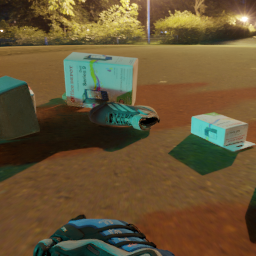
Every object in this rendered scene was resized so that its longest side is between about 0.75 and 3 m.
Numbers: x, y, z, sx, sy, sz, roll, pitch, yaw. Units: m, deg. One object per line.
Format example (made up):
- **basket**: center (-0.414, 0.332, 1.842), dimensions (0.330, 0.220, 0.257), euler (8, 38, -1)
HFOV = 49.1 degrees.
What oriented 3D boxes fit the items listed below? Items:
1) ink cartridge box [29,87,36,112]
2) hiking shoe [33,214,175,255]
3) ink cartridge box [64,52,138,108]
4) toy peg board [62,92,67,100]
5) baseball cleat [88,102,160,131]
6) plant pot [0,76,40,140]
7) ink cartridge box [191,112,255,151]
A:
- **ink cartridge box**: center (-4.336, -0.820, 9.620), dimensions (2.061, 0.874, 1.501), euler (-8, 21, -23)
- **hiking shoe**: center (0.061, 1.494, 3.289), dimensions (2.328, 0.866, 1.009), euler (8, 23, 20)
- **ink cartridge box**: center (-0.953, -1.654, 10.104), dimensions (2.449, 1.779, 1.072), euler (8, 30, 8)
- **toy peg board**: center (-1.603, -2.075, 12.161), dimensions (2.011, 0.988, 2.020), euler (5, 36, 17)
- **baseball cleat**: center (-0.100, -0.356, 8.526), dimensions (2.171, 0.757, 1.156), euler (-4, 20, -9)
- **plant pot**: center (-3.684, -0.472, 7.902), dimensions (1.548, 1.516, 1.520), euler (-27, 33, -37)
- **ink cartridge box**: center (2.609, 0.057, 7.707), dimensions (0.922, 0.530, 1.574), euler (-11, 23, -28)
